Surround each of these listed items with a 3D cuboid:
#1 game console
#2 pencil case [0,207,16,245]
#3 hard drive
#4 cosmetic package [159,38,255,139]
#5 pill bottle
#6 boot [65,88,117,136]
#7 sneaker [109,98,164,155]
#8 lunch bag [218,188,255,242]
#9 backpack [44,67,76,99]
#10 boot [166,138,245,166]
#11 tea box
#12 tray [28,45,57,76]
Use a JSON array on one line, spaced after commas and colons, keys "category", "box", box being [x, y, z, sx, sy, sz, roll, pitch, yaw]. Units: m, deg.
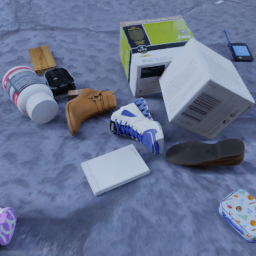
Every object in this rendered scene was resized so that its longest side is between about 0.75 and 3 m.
[{"category": "game console", "box": [5.634, -4.246, 14.316, 1.410, 0.977, 1.652, 1, 47, 2]}, {"category": "pencil case", "box": [-4.448, 2.617, 7.689, 2.566, 1.097, 1.077, 1, 41, -1]}, {"category": "hard drive", "box": [-0.437, 1.363, 9.456, 1.957, 0.261, 1.291, -19, 49, -18]}, {"category": "cosmetic package", "box": [2.727, -1.417, 10.321, 2.142, 2.140, 2.596, 21, 41, -24]}, {"category": "pill bottle", "box": [-3.859, -1.307, 11.179, 1.456, 1.456, 2.435, -29, 53, -25]}, {"category": "boot", "box": [-1.412, -0.702, 11.075, 1.960, 0.968, 2.524, -2, 38, -4]}, {"category": "sneaker", "box": [0.195, 0.033, 10.275, 1.583, 1.108, 2.742, -16, 41, -10]}, {"category": "lunch bag", "box": [3.379, 2.517, 8.178, 1.132, 0.534, 1.413, -30, 52, -19]}, {"category": "backpack", "box": [-2.961, -1.973, 12.104, 1.196, 1.014, 1.347, -22, 59, -21]}, {"category": "boot", "box": [2.589, 1.006, 9.491, 2.562, 0.967, 0.943, -5, 51, 19]}, {"category": "tea box", "box": [1.331, -3.230, 12.403, 2.910, 1.945, 2.863, -10, 58, -10]}, {"category": "tray", "box": [-4.254, -3.391, 13.916, 1.023, 0.384, 2.075, -17, 48, -16]}]
